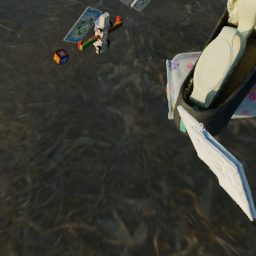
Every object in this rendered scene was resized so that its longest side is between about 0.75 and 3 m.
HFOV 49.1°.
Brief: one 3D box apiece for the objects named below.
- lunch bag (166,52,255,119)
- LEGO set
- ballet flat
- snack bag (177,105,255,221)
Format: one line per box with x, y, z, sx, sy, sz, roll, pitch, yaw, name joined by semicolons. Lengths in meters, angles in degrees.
1.433;-0.744;4.739;1.501;1.125;1.770;-1;7;14;lunch bag
-0.459;-2.003;4.921;0.537;2.189;1.635;50;25;8;LEGO set
1.380;-1.042;3.274;0.891;0.896;2.620;27;83;25;ballet flat
0.750;0.279;2.453;0.097;0.858;0.910;-34;42;1;snack bag
